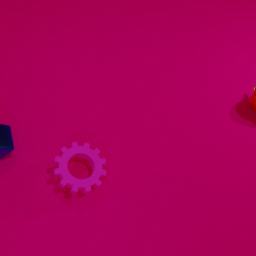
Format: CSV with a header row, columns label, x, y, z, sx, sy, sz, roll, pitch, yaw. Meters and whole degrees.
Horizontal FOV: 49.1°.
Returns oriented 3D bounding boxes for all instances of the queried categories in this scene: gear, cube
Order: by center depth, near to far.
label,x,y,z,sx,sy,sz,roll,pitch,yaw
gear,-1.252,1.037,7.343,1.364,0.252,1.364,10,59,-17
cube,-3.663,0.365,7.553,0.761,0.761,0.761,-32,64,26

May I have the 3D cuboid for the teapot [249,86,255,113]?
label,x,y,z,sx,sy,sz,roll,pitch,yaw
teapot,4.025,-0.720,8.441,0.840,0.662,1.352,10,65,-21
